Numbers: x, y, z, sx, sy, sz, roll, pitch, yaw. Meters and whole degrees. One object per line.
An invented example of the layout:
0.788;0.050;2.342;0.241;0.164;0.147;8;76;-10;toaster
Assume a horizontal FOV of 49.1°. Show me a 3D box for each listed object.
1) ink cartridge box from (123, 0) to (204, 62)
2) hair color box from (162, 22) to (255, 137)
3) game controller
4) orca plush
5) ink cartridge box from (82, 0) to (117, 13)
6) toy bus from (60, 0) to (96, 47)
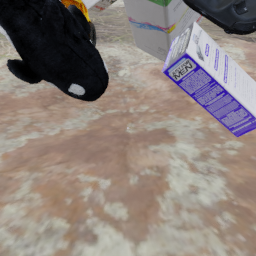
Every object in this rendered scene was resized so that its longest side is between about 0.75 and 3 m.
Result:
0.864;-2.808;5.604;1.084;2.582;1.870;32;82;18;ink cartridge box
0.853;-0.453;2.707;1.047;0.339;0.572;38;46;-18;hair color box
1.351;-1.498;3.069;1.666;0.351;0.869;-32;56;-29;game controller
-1.005;-1.544;3.577;1.446;2.748;0.977;-34;17;-33;orca plush
-0.388;-3.701;7.023;1.670;0.702;1.215;-30;10;19;ink cartridge box
-1.854;-3.243;7.902;1.630;2.307;2.403;3;28;4;toy bus
